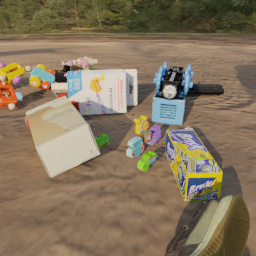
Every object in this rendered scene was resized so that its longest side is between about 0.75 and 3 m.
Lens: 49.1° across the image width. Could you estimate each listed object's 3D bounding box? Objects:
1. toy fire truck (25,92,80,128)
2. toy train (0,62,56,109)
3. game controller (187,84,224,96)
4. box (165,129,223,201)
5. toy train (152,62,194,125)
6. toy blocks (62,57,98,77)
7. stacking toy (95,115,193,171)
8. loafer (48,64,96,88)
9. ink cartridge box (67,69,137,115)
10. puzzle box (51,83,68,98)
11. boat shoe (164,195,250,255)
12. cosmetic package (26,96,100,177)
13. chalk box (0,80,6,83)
[{"bbox_3d":[-2.315,-0.567,8.769,2.143,0.522,1.511,-25,28,-38],"label":"toy fire truck"},{"bbox_3d":[-3.855,-1.487,10.586,2.865,0.797,2.152,-12,62,-42],"label":"toy train"},{"bbox_3d":[2.718,-1.579,11.519,2.280,0.480,1.189,1,8,1],"label":"game controller"},{"bbox_3d":[1.258,0.664,5.761,0.674,0.619,1.925,-1,22,-3],"label":"box"},{"bbox_3d":[1.410,-1.166,8.931,1.171,1.543,2.701,9,24,10],"label":"toy train"},{"bbox_3d":[-2.081,-2.236,11.750,1.278,1.419,1.518,-17,28,-25],"label":"toy blocks"},{"bbox_3d":[0.390,0.344,6.797,1.607,0.501,2.131,17,30,38],"label":"stacking toy"},{"bbox_3d":[-2.495,-2.493,12.867,0.984,0.956,2.694,21,30,41],"label":"loafer"},{"bbox_3d":[-0.769,-1.195,9.199,2.323,1.337,0.788,-4,21,-8],"label":"ink cartridge box"},{"bbox_3d":[-1.735,-1.355,10.122,1.857,0.236,1.235,-1,-7,-5],"label":"puzzle box"},{"bbox_3d":[0.805,1.639,3.389,0.721,0.784,2.194,-18,17,48],"label":"boat shoe"},{"bbox_3d":[-1.614,0.073,6.580,1.191,0.805,2.264,-26,29,-15],"label":"cosmetic package"},{"bbox_3d":[-5.950,-1.882,11.463,1.516,0.939,0.946,5,24,13],"label":"chalk box"}]
